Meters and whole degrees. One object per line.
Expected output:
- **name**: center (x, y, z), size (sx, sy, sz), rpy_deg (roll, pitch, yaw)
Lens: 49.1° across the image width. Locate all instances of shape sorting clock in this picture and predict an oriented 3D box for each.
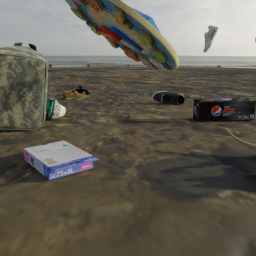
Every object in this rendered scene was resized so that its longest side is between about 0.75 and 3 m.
- **shape sorting clock**: center (-0.178, -1.755, 5.070), size (2.528, 0.496, 2.528), rpy_deg (31, 6, -4)

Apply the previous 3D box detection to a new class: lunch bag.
- **lunch bag**: center (-3.406, -1.349, 8.732), size (1.680, 2.411, 2.022), rpy_deg (0, 22, -23)

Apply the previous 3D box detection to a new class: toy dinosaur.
- **toy dinosaur**: center (3.154, 0.544, 6.006), size (2.227, 0.648, 1.126), rpy_deg (14, 4, 21)

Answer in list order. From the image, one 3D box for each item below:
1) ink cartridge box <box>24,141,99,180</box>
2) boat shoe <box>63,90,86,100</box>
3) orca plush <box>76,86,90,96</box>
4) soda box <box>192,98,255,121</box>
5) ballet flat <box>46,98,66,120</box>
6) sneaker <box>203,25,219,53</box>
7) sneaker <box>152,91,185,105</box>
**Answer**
- **ink cartridge box**: center (-1.401, 0.649, 5.755), size (0.957, 0.337, 1.604), rpy_deg (-12, 16, -36)
- **boat shoe**: center (-2.687, -1.703, 14.242), size (1.268, 0.431, 0.456), rpy_deg (-12, 19, -37)
- **orca plush**: center (-2.602, -2.129, 15.665), size (0.754, 0.510, 1.433), rpy_deg (-8, 17, -26)
- **soda box**: center (3.328, -0.650, 9.769), size (2.035, 0.720, 0.645), rpy_deg (-1, 14, -5)
- **ballet flat**: center (-2.641, -0.718, 10.281), size (0.700, 0.700, 1.946), rpy_deg (-6, 17, -21)
- **sneaker**: center (2.794, -3.098, 9.731), size (0.380, 0.938, 0.353), rpy_deg (23, 28, 8)
- **sneaker**: center (1.909, -1.386, 12.818), size (1.553, 0.549, 0.770), rpy_deg (3, 10, -4)
